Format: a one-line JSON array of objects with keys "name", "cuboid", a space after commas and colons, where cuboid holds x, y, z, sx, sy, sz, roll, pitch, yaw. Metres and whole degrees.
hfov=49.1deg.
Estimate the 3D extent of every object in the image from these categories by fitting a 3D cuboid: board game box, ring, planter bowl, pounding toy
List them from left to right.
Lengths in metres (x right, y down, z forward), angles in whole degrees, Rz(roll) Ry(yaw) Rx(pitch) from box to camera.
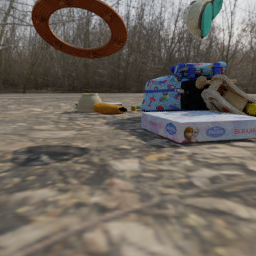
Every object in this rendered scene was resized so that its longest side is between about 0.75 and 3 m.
[{"name": "ring", "cuboid": [-0.933, -1.853, 5.421, 1.849, 0.177, 1.849, 5, -20, 2]}, {"name": "planter bowl", "cuboid": [-1.794, -1.215, 13.267, 1.270, 0.855, 1.270, 1, 8, 0]}, {"name": "board game box", "cuboid": [1.771, -0.107, 7.094, 2.266, 0.466, 2.260, -3, 9, -17]}, {"name": "pounding toy", "cuboid": [2.900, -1.054, 7.853, 2.155, 1.236, 1.232, 32, -8, 19]}]

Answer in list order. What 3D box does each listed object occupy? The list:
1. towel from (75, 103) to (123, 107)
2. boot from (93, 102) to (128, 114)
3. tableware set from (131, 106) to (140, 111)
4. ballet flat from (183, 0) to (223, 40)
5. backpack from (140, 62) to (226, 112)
[{"name": "towel", "cuboid": [-1.609, -1.209, 15.325, 1.700, 0.350, 2.278, -5, 7, -41]}, {"name": "boot", "cuboid": [-0.751, -0.854, 12.142, 1.329, 0.468, 0.951, -2, 7, -41]}, {"name": "tableware set", "cuboid": [0.938, -0.885, 13.147, 1.941, 0.298, 1.307, 5, 7, 35]}, {"name": "ballet flat", "cuboid": [1.876, -2.979, 7.385, 0.820, 0.887, 2.629, 8, 37, 25]}, {"name": "backpack", "cuboid": [1.949, -1.316, 10.196, 2.966, 1.995, 2.708, 1, 9, 16]}]
